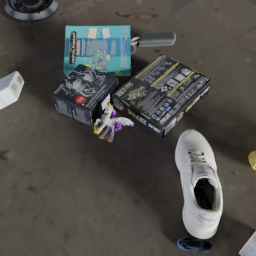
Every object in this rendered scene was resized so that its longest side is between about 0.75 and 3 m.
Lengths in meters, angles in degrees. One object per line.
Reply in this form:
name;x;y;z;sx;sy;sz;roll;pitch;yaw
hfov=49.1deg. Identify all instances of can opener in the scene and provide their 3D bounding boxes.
can opener;0.566;-3.071;10.220;2.344;0.617;0.779;-8;88;-3

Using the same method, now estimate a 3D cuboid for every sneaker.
sneaker;1.757;1.035;6.594;1.037;1.379;2.769;-1;52;1
sneaker;1.483;2.544;6.140;0.762;0.297;0.267;5;54;4

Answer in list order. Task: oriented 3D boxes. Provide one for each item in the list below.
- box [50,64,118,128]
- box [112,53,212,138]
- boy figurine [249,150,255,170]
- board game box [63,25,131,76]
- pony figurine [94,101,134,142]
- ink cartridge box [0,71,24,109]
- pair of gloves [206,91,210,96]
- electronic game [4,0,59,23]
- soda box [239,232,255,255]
box;-1.266;-1.005;8.454;1.396;0.798;1.534;23;56;17
box;1.040;-1.096;8.598;1.983;0.604;2.461;35;63;22
boy figurine;3.990;0.771;6.996;1.795;1.116;0.578;1;51;24
board game box;-1.005;-2.605;9.467;2.183;0.512;1.648;0;76;0
pony figurine;-0.446;-0.131;7.691;0.817;0.948;0.982;0;61;55
ink cartridge box;-3.956;-0.795;7.859;1.956;0.462;1.566;-26;30;1
pair of gloves;2.197;-1.289;9.108;0.833;0.103;0.742;-10;55;-4
electronic game;-4.026;-5.196;11.761;2.208;0.459;2.208;2;59;-3
soda box;3.450;3.000;5.537;0.774;0.724;2.273;-36;61;-24
